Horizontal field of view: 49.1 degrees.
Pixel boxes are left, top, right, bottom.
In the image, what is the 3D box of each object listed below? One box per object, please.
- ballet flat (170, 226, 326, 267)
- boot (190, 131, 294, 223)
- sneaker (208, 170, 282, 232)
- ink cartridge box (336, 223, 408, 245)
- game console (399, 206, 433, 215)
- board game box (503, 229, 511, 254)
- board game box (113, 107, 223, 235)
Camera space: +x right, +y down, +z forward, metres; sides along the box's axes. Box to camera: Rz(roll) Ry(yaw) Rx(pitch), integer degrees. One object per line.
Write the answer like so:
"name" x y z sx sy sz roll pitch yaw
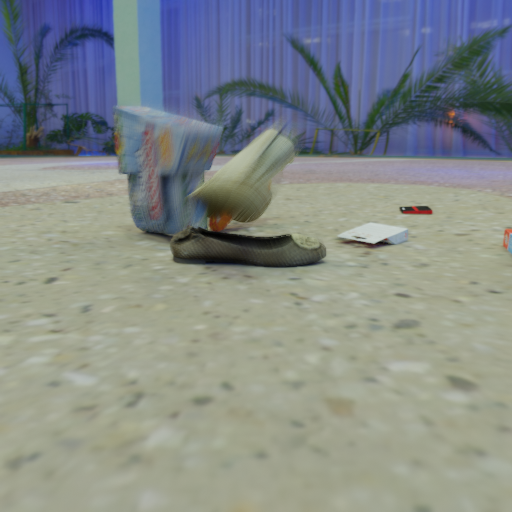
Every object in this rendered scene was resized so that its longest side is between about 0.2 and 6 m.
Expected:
"ballet flat" -0.151 -0.217 10.146 2.838 0.658 0.956 1 13 5
"boot" 0.000 -1.383 9.335 1.772 0.826 2.291 -42 20 -18
"sneaker" -0.194 -1.506 13.421 2.658 1.025 0.970 -54 18 -25
"ink cartridge box" 2.478 -0.380 11.891 1.234 0.309 1.001 -23 25 -38
"game console" 4.579 -1.300 16.074 0.847 0.149 0.957 -2 12 8
"board game box" 5.810 -0.182 10.651 1.822 0.367 1.394 3 13 12
"board game box" -1.835 -1.806 11.686 0.882 2.858 2.857 -11 12 -39
